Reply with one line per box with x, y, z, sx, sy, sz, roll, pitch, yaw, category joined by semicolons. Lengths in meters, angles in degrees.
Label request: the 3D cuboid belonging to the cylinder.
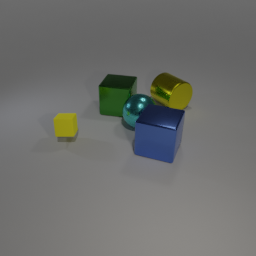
1.961;-1.653;12.746;1.400;1.400;1.400;-19;37;-27;cylinder

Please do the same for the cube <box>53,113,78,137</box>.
-2.304;-0.122;10.413;0.700;0.700;0.700;0;20;3;cube

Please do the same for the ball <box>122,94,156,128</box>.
0.466;-0.673;11.200;1.400;1.400;1.400;0;32;0;ball

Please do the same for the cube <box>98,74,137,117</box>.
-0.416;-1.445;12.411;1.400;1.400;1.400;7;33;10;cube

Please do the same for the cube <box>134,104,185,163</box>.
1.118;0.156;9.863;1.400;1.400;1.400;12;34;18;cube
